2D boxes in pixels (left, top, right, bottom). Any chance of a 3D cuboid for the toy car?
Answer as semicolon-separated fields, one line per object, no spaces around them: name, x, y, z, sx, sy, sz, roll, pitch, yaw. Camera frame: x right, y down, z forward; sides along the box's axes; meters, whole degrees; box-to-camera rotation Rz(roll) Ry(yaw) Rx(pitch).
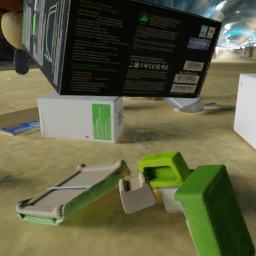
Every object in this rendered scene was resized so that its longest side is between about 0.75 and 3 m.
toy car;-2.666;-2.669;7.058;1.985;2.417;1.907;-30;34;-19

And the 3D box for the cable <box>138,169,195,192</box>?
cable;0.719;0.823;4.471;1.385;0.349;0.673;5;-5;-30

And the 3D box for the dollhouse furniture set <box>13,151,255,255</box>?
dollhouse furniture set;-0.018;1.031;3.300;2.603;1.005;1.301;-12;13;40

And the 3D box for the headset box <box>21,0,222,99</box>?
headset box;-0.264;-1.194;3.580;1.795;0.956;2.061;-2;28;-30

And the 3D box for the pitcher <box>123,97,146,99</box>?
pitcher;0.125;-1.480;11.574;1.140;0.691;0.978;1;26;-28

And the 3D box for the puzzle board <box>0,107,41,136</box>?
puzzle board;-2.728;-0.226;7.951;1.883;0.217;2.498;12;21;32

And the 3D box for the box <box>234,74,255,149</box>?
box;4.025;-0.329;5.979;2.772;1.474;2.110;1;16;3

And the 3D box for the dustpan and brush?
dustpan and brush;2.281;-0.828;9.617;2.069;0.592;1.444;-11;27;-13

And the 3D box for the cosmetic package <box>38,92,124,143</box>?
cosmetic package;-1.095;-0.284;6.695;1.880;1.012;0.798;3;18;14

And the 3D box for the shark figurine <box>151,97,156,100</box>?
shark figurine;1.109;-1.548;11.294;1.139;1.907;0.796;32;65;8
